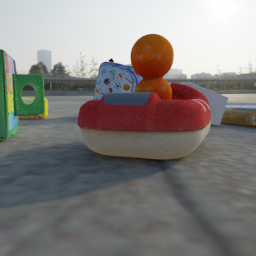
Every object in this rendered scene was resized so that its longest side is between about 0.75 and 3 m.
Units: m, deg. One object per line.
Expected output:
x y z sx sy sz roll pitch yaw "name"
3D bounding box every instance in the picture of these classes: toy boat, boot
0.424 -0.621 4.745 1.870 1.873 2.866 2 7 20 "toy boat"
3.874 -0.383 8.412 1.602 0.605 1.829 -2 6 -18 "boot"

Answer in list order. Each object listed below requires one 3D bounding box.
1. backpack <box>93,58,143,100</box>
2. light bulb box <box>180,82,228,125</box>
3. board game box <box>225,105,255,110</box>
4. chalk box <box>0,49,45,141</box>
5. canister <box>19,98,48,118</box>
-0.175 -1.614 11.808 2.418 2.539 1.956 12 10 12 "backpack"
2.019 -0.760 8.672 1.423 0.896 1.435 18 2 -13 "light bulb box"
4.409 -0.550 10.286 1.833 0.483 2.396 3 7 27 "board game box"
-3.195 -0.669 5.761 2.811 1.755 1.742 -3 7 -14 "chalk box"
-4.171 -0.778 10.785 1.979 0.856 1.469 0 6 -11 "canister"
